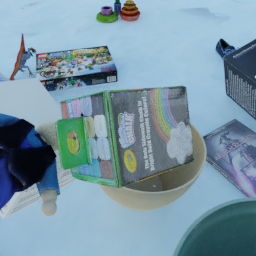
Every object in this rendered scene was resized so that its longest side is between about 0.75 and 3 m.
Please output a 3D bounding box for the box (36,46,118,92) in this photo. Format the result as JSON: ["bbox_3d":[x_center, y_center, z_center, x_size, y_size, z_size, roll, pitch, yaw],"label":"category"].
[{"bbox_3d":[-1.787,-2.071,9.570,2.578,0.486,1.761,-10,45,-10],"label":"box"}]

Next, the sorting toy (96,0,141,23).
[{"bbox_3d":[-0.463,-5.494,12.870,2.068,0.849,1.243,-4,44,-4],"label":"sorting toy"}]

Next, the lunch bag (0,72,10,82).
[{"bbox_3d":[-3.990,-0.458,7.087,2.634,1.675,2.234,38,56,20],"label":"lunch bag"}]

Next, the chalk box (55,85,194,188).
[{"bbox_3d":[-0.145,0.077,3.537,1.711,1.064,1.059,-9,4,-39],"label":"chalk box"}]

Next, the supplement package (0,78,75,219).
[{"bbox_3d":[-1.725,0.217,4.570,1.812,1.005,1.411,51,37,13],"label":"supplement package"}]

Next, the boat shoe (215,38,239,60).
[{"bbox_3d":[3.671,-2.795,10.302,0.634,0.517,1.507,-17,47,-17],"label":"boat shoe"}]

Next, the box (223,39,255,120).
[{"bbox_3d":[4.348,-1.147,7.396,2.201,1.587,2.965,-30,49,-2],"label":"box"}]

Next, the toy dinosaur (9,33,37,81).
[{"bbox_3d":[-3.648,-2.182,9.337,0.727,1.385,1.256,2,44,44],"label":"toy dinosaur"}]

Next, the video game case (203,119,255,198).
[{"bbox_3d":[2.949,0.785,6.805,1.676,0.222,2.345,-25,50,-24],"label":"video game case"}]

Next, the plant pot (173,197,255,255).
[{"bbox_3d":[1.844,2.678,3.577,2.911,1.951,2.911,0,43,0],"label":"plant pot"}]

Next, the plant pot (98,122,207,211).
[{"bbox_3d":[0.293,0.788,5.795,2.272,1.525,2.272,3,44,-3],"label":"plant pot"}]

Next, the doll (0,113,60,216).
[{"bbox_3d":[-1.256,0.376,2.964,1.445,0.513,2.117,47,20,-3],"label":"doll"}]
